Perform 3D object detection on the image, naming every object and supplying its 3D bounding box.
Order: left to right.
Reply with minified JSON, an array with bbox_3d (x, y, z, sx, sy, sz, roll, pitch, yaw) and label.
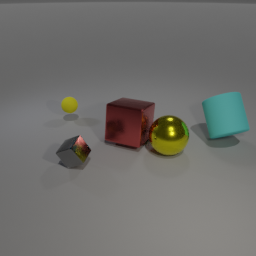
[{"bbox_3d":[-2.488,-0.975,11.926,0.700,0.700,0.700,0,28,0],"label":"ball"},{"bbox_3d":[-1.755,0.773,9.093,0.700,0.700,0.700,-18,28,31],"label":"cube"},{"bbox_3d":[0.083,-0.253,10.412,1.400,1.400,1.400,11,19,21],"label":"cube"},{"bbox_3d":[1.418,0.250,9.733,1.400,1.400,1.400,0,28,0],"label":"ball"},{"bbox_3d":[3.552,-0.440,10.247,1.400,1.400,1.400,-11,-9,-2],"label":"cylinder"}]
